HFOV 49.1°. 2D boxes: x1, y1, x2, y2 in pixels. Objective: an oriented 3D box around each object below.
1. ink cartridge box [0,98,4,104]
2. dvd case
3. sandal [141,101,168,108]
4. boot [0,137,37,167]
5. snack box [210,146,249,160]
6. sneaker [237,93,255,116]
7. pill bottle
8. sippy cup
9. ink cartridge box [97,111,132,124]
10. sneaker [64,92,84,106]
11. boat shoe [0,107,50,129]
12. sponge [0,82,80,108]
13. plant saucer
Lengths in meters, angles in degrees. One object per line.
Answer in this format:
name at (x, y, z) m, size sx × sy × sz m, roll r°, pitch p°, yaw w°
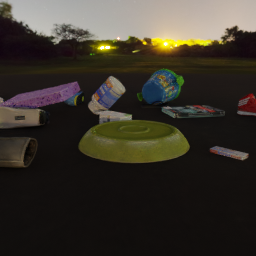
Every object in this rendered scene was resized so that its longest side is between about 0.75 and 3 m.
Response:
ink cartridge box at (-5.784, -0.982, 11.546) m, size 1.017 × 0.569 × 1.491 m, roll -10°, pitch 19°, yaw -35°
dvd case at (2.506, -0.661, 10.994) m, size 2.017 × 0.222 × 1.472 m, roll -2°, pitch 14°, yaw -12°
sandal at (1.229, -1.057, 12.516) m, size 1.251 × 0.268 × 0.476 m, roll -3°, pitch 14°, yaw -13°
boot at (-2.905, 0.324, 5.866) m, size 1.925 × 0.698 × 1.750 m, roll -8°, pitch 28°, yaw -3°
snack box at (2.228, 0.549, 6.204) m, size 0.277 × 0.094 × 0.772 m, roll -13°, pitch 19°, yaw -43°
sneaker at (4.897, -0.872, 10.546) m, size 1.421 × 0.821 × 0.557 m, roll 2°, pitch 15°, yaw 14°
pill bottle at (-0.844, -1.175, 10.521) m, size 0.797 × 1.423 × 0.797 m, roll 39°, pitch 21°, yaw -18°
sippy cup at (1.488, -1.843, 13.313) m, size 1.672 × 2.129 × 1.560 m, roll 37°, pitch 36°, yaw 11°
ink cartridge box at (-0.489, -0.292, 9.090) m, size 1.085 × 0.365 × 0.636 m, roll 13°, pitch 18°, yaw 37°
sneaker at (-2.535, -1.420, 13.340) m, size 0.686 × 0.577 × 1.749 m, roll 4°, pitch 14°, yaw 6°
boat shoe at (-3.399, -0.308, 8.861) m, size 1.878 × 0.701 × 0.871 m, roll 4°, pitch 1°, yaw 8°
sponge at (-3.407, -1.152, 10.731) m, size 2.866 × 0.427 × 1.599 m, roll -10°, pitch 20°, yaw 18°
plant saucer at (0.143, 0.203, 6.965) m, size 2.736 × 0.425 × 2.736 m, roll 0°, pitch 13°, yaw 0°
